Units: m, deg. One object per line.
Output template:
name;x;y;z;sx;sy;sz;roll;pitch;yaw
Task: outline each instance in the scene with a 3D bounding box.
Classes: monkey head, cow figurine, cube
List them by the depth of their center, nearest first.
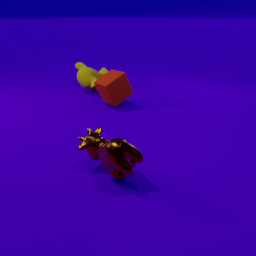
cow figurine;-0.388;0.414;5.374;1.236;1.256;0.689;43;67;3
cube;-0.463;-1.336;9.281;0.821;0.821;0.821;-39;35;-19
monkey head;-1.377;-2.028;10.829;1.130;0.946;1.570;-42;56;5
